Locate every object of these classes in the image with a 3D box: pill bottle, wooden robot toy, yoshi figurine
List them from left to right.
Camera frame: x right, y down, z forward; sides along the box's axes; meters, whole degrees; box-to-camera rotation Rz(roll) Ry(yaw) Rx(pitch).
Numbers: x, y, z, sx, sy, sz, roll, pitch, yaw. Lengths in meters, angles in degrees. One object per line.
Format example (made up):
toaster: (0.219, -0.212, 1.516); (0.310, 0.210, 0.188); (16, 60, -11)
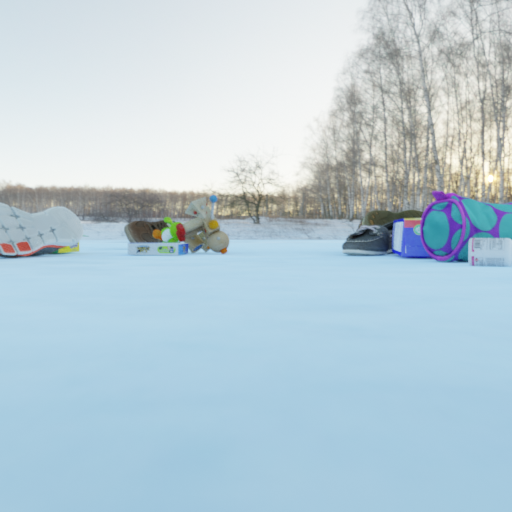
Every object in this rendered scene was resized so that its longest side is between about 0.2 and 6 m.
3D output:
yoshi figurine: (-2.004, -0.522, 13.219); (1.294, 0.727, 0.725); (-19, 23, 37)
wooden robot toy: (-1.078, -0.372, 12.288); (1.031, 1.062, 2.341); (-32, -14, -17)
pill bottle: (3.181, -0.043, 7.414); (0.676, 0.383, 0.383); (1, 3, 25)

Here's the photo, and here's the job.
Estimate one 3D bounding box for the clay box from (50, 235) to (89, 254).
clay box: (-4.807, -0.266, 12.450); (1.898, 0.452, 1.090); (0, 2, 7)

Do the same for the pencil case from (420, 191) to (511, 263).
pencil case: (3.822, -0.454, 8.790); (2.394, 1.106, 1.019); (-2, 5, -21)

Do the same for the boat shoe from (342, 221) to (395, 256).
boat shoe: (2.589, -0.417, 12.055); (0.919, 0.784, 2.750); (1, 3, 35)

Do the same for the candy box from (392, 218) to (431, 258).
candy box: (3.437, -0.336, 10.441); (1.627, 0.741, 1.924); (2, 3, 8)

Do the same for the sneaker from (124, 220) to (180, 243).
sneaker: (-2.935, -0.808, 16.918); (0.987, 0.920, 2.612); (-32, -11, 19)

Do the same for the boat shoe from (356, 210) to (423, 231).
boat shoe: (3.601, -0.575, 13.921); (2.557, 0.920, 0.863); (3, -29, -23)

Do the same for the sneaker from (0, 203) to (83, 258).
sneaker: (-4.547, -0.281, 10.477); (1.121, 1.055, 2.738); (-30, -14, 29)

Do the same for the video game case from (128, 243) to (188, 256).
video game case: (-2.043, -0.147, 11.808); (1.045, 0.262, 1.153); (2, 2, 4)
